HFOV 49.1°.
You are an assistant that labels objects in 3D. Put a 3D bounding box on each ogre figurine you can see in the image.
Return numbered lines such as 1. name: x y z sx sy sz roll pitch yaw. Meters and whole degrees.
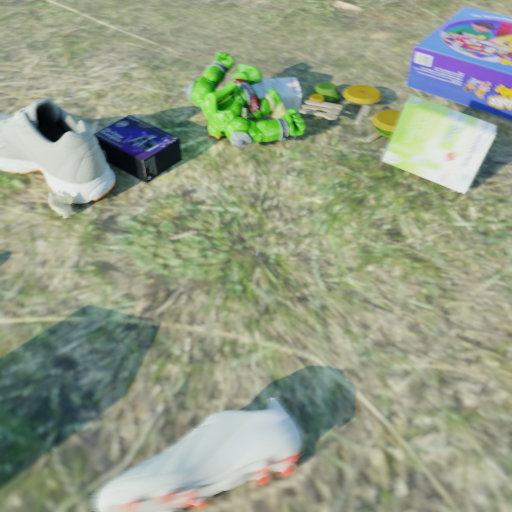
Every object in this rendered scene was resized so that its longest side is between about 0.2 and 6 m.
1. ogre figurine: -0.384 -3.145 11.477 1.559 1.275 2.600 -32 88 -28

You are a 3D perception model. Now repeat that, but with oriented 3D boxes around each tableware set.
1. tableware set: 2.413 -3.146 12.221 2.787 0.428 1.877 13 43 15

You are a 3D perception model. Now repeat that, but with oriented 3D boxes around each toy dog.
1. toy dog: -3.488 -0.932 9.958 0.343 0.476 0.491 -35 32 -27

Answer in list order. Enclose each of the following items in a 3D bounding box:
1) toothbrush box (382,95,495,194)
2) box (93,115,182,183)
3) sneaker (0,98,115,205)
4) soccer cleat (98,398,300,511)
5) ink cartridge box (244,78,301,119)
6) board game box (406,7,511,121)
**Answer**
1. toothbrush box: 3.326 -2.053 10.264 1.623 1.182 0.699 25 35 10
2. box: -2.338 -2.140 11.054 1.441 0.568 1.017 28 49 26
3. sneaker: -4.131 -2.342 10.498 3.505 1.612 1.327 23 48 22
4. soccer cleat: -0.633 2.312 6.378 2.350 0.814 0.912 -11 49 -20
5. ink cartridge box: 0.332 -3.524 12.466 1.231 0.517 0.896 -4 45 -4
6. board game box: 6.237 -4.253 12.844 4.502 1.008 3.027 28 51 26
